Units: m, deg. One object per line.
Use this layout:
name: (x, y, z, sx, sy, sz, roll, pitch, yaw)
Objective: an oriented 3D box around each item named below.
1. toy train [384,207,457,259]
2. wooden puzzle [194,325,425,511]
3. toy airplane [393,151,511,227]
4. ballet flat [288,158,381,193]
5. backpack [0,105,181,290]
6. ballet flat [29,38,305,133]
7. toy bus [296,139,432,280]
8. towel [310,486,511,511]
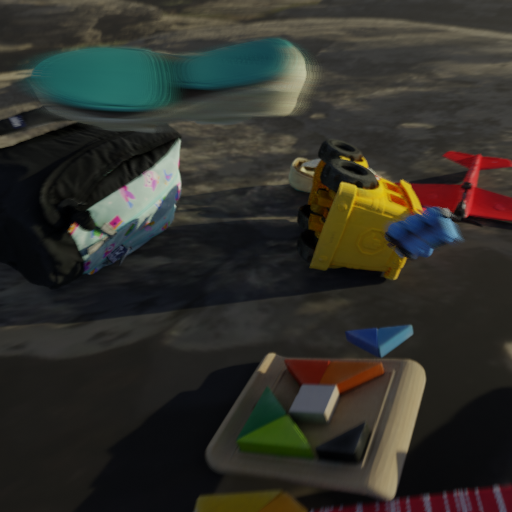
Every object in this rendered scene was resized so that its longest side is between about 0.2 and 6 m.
toy train: (1.388, -0.190, 4.753, 0.587, 0.335, 0.254, -25, -5, 31)
wooden puzzle: (0.595, 1.511, 5.431, 1.933, 0.335, 2.865, -4, 27, 22)
toy airplane: (3.801, -1.235, 9.897, 2.693, 0.495, 2.693, -1, 32, 1)
ballet flat: (1.553, -1.328, 9.864, 2.107, 0.732, 0.732, 13, 35, 19)
backpack: (-2.480, -0.975, 8.136, 2.526, 1.916, 3.027, 32, 46, 19)
ballet flat: (-0.835, -1.573, 5.626, 2.680, 0.836, 0.904, -4, 64, -2)
toy bus: (1.758, -0.659, 8.315, 2.079, 1.469, 2.165, 12, 30, -5)
towel: (1.479, 2.405, 3.763, 2.497, 0.281, 1.805, -12, 26, 11)
